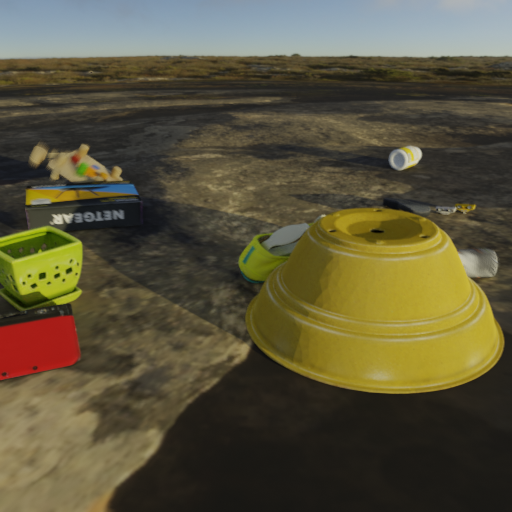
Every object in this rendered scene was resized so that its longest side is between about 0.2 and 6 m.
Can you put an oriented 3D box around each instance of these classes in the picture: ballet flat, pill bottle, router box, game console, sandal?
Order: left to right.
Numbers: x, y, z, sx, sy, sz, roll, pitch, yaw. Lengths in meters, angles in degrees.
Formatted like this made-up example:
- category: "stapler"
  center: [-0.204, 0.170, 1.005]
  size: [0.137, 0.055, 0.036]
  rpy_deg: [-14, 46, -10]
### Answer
- category: "game console"
  center: [-3.325, 1.240, 7.879]
  size: [1.521, 0.903, 1.311]
  rpy_deg: [-9, -7, -21]
- category: "router box"
  center: [-4.021, -1.190, 13.076]
  size: [2.470, 0.631, 1.843]
  rpy_deg: [-6, 25, -19]
- category: "ballet flat"
  center: [1.000, -0.247, 10.295]
  size: [2.896, 0.971, 0.968]
  rpy_deg: [-15, 50, -31]
- category: "pill bottle"
  center: [4.816, -3.166, 17.978]
  size: [0.669, 0.669, 1.194]
  rpy_deg: [18, 28, 37]
- category: "sandal"
  center: [3.598, -1.082, 13.379]
  size: [0.696, 0.392, 1.830]
  rpy_deg: [4, 12, -8]
- category: "pill bottle"
  center: [3.746, 0.137, 10.063]
  size: [0.976, 0.519, 0.519]
  rpy_deg: [0, 22, 2]

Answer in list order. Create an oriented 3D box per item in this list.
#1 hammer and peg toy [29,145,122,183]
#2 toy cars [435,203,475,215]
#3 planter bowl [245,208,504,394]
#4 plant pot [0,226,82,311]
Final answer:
- category: "hammer and peg toy"
  center: [-4.727, -2.403, 14.827]
  size: [2.141, 0.755, 1.575]
  rpy_deg: [34, 25, -1]
- category: "toy cars"
  center: [4.821, -1.107, 13.562]
  size: [0.976, 0.216, 0.437]
  rpy_deg: [-8, 19, -11]
- category: "planter bowl"
  center: [1.753, 0.271, 8.353]
  size: [3.836, 1.598, 3.836]
  rpy_deg: [0, 23, 0]
- category: "plant pot"
  center: [-3.548, 0.259, 9.059]
  size: [1.174, 1.065, 1.168]
  rpy_deg: [-21, 31, -41]
